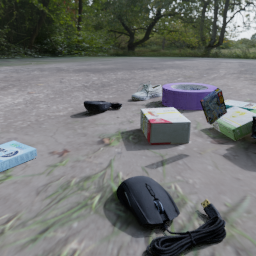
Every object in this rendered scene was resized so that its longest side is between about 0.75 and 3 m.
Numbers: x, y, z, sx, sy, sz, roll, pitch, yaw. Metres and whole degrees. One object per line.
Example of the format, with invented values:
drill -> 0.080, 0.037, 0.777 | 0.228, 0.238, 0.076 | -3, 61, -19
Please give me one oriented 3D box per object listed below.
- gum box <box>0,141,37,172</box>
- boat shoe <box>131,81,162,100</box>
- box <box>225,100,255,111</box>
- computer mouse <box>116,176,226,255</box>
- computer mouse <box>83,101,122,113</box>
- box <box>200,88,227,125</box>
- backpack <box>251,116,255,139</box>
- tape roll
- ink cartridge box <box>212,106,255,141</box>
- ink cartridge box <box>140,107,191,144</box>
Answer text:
gum box -> -3.536, 0.808, 8.009 | 1.168, 0.306, 1.375 | 13, 22, 34
boat shoe -> 1.121, -2.206, 16.087 | 2.318, 0.988, 0.856 | -15, 23, -37
box -> 5.217, -0.646, 11.894 | 2.584, 0.635, 1.063 | 16, 24, 39
computer mouse -> 0.814, 1.450, 5.645 | 1.718, 0.563, 2.446 | -7, 20, -17
computer mouse -> -1.315, -0.991, 13.312 | 1.385, 0.527, 1.999 | 12, 11, 32
box -> 2.604, -0.640, 8.471 | 0.680, 0.994, 0.198 | -35, 41, -4
backpack -> 5.140, 0.031, 8.567 | 1.884, 1.598, 2.123 | -6, 24, -15
tape roll -> 3.207, -1.721, 14.726 | 2.828, 0.928, 2.828 | -1, 18, 0
ink cartridge box -> 4.439, -0.416, 10.319 | 2.268, 0.544, 1.650 | -24, 21, -4
ink cartridge box -> 1.259, -0.126, 10.049 | 1.385, 0.796, 1.909 | -3, 18, -8
